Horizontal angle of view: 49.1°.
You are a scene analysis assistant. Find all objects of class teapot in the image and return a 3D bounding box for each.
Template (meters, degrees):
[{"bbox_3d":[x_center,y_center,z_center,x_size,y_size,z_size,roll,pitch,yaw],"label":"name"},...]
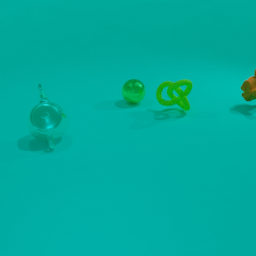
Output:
[{"bbox_3d":[-2.212,-0.285,7.616,1.119,1.800,0.882,-12,-12,-12],"label":"teapot"}]

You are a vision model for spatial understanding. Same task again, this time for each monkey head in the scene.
[{"bbox_3d":[4.443,-1.333,9.662,0.795,1.319,0.949,-24,26,-14],"label":"monkey head"}]

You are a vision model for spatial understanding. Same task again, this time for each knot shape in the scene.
[{"bbox_3d":[1.633,-1.166,9.266,1.296,1.213,0.599,29,51,0],"label":"knot shape"}]

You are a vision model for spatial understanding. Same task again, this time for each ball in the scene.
[{"bbox_3d":[0.205,-1.332,10.161,0.886,0.886,0.886,0,28,0],"label":"ball"}]
